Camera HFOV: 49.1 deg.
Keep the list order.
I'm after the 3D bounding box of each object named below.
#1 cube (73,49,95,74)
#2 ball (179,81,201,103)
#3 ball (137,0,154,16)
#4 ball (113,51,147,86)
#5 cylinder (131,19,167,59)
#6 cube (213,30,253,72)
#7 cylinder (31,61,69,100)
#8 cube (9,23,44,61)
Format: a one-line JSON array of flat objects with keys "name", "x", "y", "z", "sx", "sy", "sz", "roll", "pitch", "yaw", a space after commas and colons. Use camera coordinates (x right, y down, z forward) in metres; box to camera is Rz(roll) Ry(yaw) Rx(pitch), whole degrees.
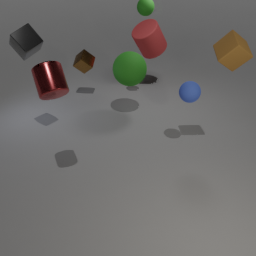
[{"name": "cube", "x": -2.081, "y": -3.152, "z": 13.305, "sx": 0.700, "sy": 0.700, "sz": 0.700, "roll": -23, "pitch": 48, "yaw": 42}, {"name": "ball", "x": 2.002, "y": -1.166, "z": 9.066, "sx": 0.700, "sy": 0.700, "sz": 0.700, "roll": 0, "pitch": 30, "yaw": 0}, {"name": "ball", "x": 0.703, "y": -4.847, "z": 11.194, "sx": 0.700, "sy": 0.700, "sz": 0.700, "roll": 0, "pitch": 30, "yaw": 0}, {"name": "ball", "x": 0.070, "y": -2.415, "z": 11.464, "sx": 1.400, "sy": 1.400, "sz": 1.400, "roll": 0, "pitch": 30, "yaw": 0}, {"name": "cylinder", "x": 1.087, "y": -4.476, "z": 14.119, "sx": 1.400, "sy": 1.400, "sz": 1.400, "roll": -16, "pitch": 51, "yaw": 21}, {"name": "cube", "x": 2.967, "y": -2.184, "z": 7.953, "sx": 0.700, "sy": 0.700, "sz": 0.700, "roll": 22, "pitch": 48, "yaw": -32}, {"name": "cylinder", "x": -1.790, "y": -1.084, "z": 6.465, "sx": 0.700, "sy": 0.700, "sz": 0.700, "roll": -18, "pitch": -5, "yaw": -2}, {"name": "cube", "x": -3.175, "y": -2.667, "z": 8.725, "sx": 0.700, "sy": 0.700, "sz": 0.700, "roll": -45, "pitch": 13, "yaw": -23}]
